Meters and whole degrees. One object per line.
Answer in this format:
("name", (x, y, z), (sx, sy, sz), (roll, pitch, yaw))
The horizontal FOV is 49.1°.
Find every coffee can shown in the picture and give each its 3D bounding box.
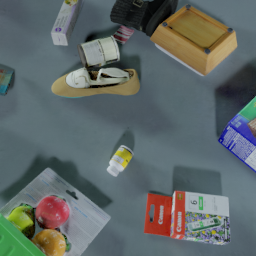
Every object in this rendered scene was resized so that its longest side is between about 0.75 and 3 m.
("coffee can", (-1.028, -2.596, 9.710), (1.240, 0.908, 0.908), (-19, 61, -11))

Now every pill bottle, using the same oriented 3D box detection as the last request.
("pill bottle", (-0.234, 0.935, 7.870), (0.456, 0.456, 0.819), (29, 65, 16))

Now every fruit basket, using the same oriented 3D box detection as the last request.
("fruit basket", (-2.045, 2.429, 6.787), (2.282, 1.155, 2.464), (32, 49, 18))

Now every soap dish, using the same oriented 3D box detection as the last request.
("soap dish", (2.372, -3.209, 10.013), (2.532, 1.028, 1.992), (40, 67, 20))

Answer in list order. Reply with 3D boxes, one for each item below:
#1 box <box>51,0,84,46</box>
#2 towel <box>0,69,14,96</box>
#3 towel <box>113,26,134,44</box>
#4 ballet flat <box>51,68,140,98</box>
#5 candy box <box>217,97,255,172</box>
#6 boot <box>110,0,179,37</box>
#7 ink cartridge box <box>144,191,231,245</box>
("box", (-2.321, -4.476, 11.030), (0.563, 0.603, 2.912), (7, 60, 5))
("towel", (-4.384, -1.574, 9.342), (0.881, 0.130, 1.201), (7, 49, -11))
("towel", (-0.210, -3.601, 10.797), (0.605, 0.095, 0.839), (25, 62, 15))
("ballet flat", (-1.071, -1.590, 9.101), (2.947, 0.929, 1.011), (-2, 58, -1))
("candy box", (4.501, 0.349, 7.824), (2.449, 1.116, 2.896), (-38, 67, -22))
("boot", (0.703, -4.825, 10.999), (1.962, 0.987, 2.624), (29, 64, 17))
("ink cartridge box", (1.472, 2.208, 7.058), (2.027, 0.510, 1.104), (7, 59, 3))
